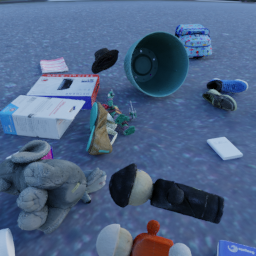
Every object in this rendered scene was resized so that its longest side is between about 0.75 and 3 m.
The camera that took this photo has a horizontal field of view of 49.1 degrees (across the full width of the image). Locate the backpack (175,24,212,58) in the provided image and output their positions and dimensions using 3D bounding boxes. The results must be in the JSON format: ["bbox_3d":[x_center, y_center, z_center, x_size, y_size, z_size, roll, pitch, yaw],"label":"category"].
[{"bbox_3d":[4.351,-5.672,18.508,2.434,1.793,2.666,-1,33,-2],"label":"backpack"}]

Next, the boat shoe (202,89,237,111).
[{"bbox_3d":[3.941,-1.156,12.214,0.612,0.665,1.861,-18,32,-14],"label":"boat shoe"}]

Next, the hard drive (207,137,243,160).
[{"bbox_3d":[3.295,0.691,9.598,0.715,0.137,1.084,-8,32,-13],"label":"hard drive"}]

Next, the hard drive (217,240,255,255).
[{"bbox_3d":[2.433,3.320,5.103,1.614,0.310,2.446,9,33,15],"label":"hard drive"}]

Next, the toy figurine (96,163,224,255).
[{"bbox_3d":[0.286,2.270,4.535,1.902,2.733,2.691,16,36,0],"label":"toy figurine"}]

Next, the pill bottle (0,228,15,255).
[{"bbox_3d":[-3.204,2.628,5.671,1.582,0.901,0.901,-11,33,-16],"label":"pill bottle"}]

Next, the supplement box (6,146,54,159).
[{"bbox_3d":[-2.983,0.998,8.619,0.625,0.638,1.235,25,38,33],"label":"supplement box"}]

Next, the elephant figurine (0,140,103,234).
[{"bbox_3d":[-2.552,1.213,7.156,2.764,2.144,1.955,21,81,41],"label":"elephant figurine"}]

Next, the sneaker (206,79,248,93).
[{"bbox_3d":[4.680,-1.965,13.389,1.832,0.703,1.019,17,29,33],"label":"sneaker"}]

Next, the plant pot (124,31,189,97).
[{"bbox_3d":[1.084,-2.983,13.314,2.838,2.838,2.278,-10,14,-16],"label":"plant pot"}]

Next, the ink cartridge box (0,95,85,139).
[{"bbox_3d":[-3.133,-0.421,10.656,2.780,0.927,1.610,6,32,10],"label":"ink cartridge box"}]

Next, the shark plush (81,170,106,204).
[{"bbox_3d":[-1.461,1.293,7.955,1.953,0.813,0.887,20,37,30],"label":"shark plush"}]

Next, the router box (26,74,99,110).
[{"bbox_3d":[-2.874,-1.739,13.050,2.831,0.692,2.541,1,31,1],"label":"router box"}]

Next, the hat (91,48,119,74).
[{"bbox_3d":[-1.154,-3.147,12.532,1.581,1.581,0.638,-28,78,-37],"label":"hat"}]

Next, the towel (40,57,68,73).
[{"bbox_3d":[-4.458,-3.748,16.747,1.486,0.304,2.031,-11,33,-16],"label":"towel"}]

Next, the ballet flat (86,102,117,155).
[{"bbox_3d":[-0.888,0.022,10.110,1.015,0.951,2.806,16,29,-14],"label":"ballet flat"}]

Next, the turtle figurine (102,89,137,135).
[{"bbox_3d":[-0.344,-0.592,10.969,1.501,1.010,2.005,32,19,-30],"label":"turtle figurine"}]
